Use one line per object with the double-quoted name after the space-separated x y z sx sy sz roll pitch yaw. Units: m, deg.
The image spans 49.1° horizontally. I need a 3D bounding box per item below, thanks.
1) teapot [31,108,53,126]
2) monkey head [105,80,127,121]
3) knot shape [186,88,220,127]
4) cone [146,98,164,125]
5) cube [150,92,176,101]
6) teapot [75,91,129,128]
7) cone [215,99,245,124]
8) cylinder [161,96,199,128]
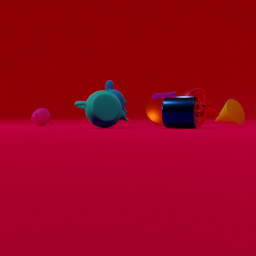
-3.063 -0.343 10.049 0.686 0.540 1.103 -43 -15 5 "teapot"
-0.617 -0.758 9.615 1.138 1.582 0.953 -10 -17 27 "monkey head"
2.300 -0.561 8.811 0.568 1.150 1.229 -22 48 -16 "knot shape"
1.178 -0.396 11.007 1.141 1.141 1.145 0 -26 -6 "cone"
1.587 -0.954 12.418 0.966 0.966 0.966 -6 -10 -5 "cube"
-0.687 -0.485 8.109 1.721 1.070 0.843 15 -15 -18 "teapot"
3.524 -0.423 10.146 0.938 0.938 0.941 -1 -19 -33 "cone"
1.449 -0.425 7.667 0.860 0.860 0.860 1 2 24 "cylinder"
